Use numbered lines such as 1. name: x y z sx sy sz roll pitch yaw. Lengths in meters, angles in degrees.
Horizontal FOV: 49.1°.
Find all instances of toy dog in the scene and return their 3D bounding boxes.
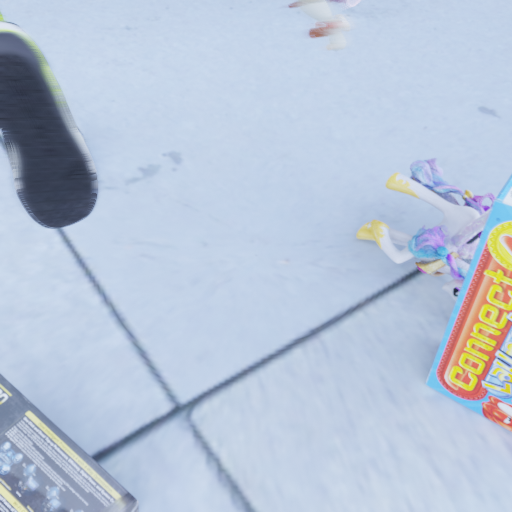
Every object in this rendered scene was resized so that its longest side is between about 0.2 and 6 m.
1. toy dog: 0.929 -3.716 8.791 0.552 0.756 1.146 -32 84 0

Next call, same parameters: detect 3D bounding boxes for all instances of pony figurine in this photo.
1. pony figurine: 3.116 -0.407 8.514 2.473 2.134 2.562 -46 58 1

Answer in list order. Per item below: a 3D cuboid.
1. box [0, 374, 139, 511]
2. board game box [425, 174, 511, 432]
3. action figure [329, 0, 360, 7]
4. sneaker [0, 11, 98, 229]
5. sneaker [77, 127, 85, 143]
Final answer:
1. box: -2.927 2.557 5.737 2.702 0.664 2.178 35 55 14
2. board game box: 3.748 0.989 5.842 3.215 3.283 0.918 26 52 25
3. action figure: 1.332 -4.358 9.162 0.597 0.537 0.802 46 18 9
4. sneaker: -2.377 -1.452 6.209 0.892 2.487 1.030 -14 46 -14
5. sneaker: -3.740 -2.185 10.870 0.929 0.840 2.181 -21 48 -25
